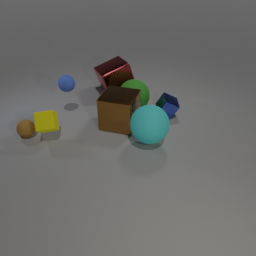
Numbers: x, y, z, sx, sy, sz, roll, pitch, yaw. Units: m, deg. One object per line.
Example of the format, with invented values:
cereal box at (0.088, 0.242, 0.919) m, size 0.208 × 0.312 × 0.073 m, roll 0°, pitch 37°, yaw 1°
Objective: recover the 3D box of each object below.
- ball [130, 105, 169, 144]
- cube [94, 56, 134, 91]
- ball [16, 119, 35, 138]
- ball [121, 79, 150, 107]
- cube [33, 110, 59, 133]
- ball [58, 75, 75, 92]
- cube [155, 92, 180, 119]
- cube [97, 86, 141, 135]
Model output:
ball at (0.771, -0.127, 9.979) m, size 1.400 × 1.400 × 1.400 m, roll 0°, pitch 33°, yaw 0°
cube at (-0.595, -2.378, 13.388) m, size 1.400 × 1.400 × 1.400 m, roll -28°, pitch 35°, yaw -8°
ball at (-3.921, 0.018, 10.777) m, size 0.700 × 0.700 × 0.700 m, roll 0°, pitch 33°, yaw 0°
ball at (0.263, -1.447, 12.414) m, size 1.400 × 1.400 × 1.400 m, roll 0°, pitch 33°, yaw 0°
cube at (-3.007, -0.229, 10.359) m, size 0.700 × 0.700 × 0.700 m, roll -9°, pitch -5°, yaw -1°
ball at (-2.516, -1.824, 11.482) m, size 0.700 × 0.700 × 0.700 m, roll 0°, pitch 33°, yaw 0°
cube at (1.674, -0.954, 11.923) m, size 0.700 × 0.700 × 0.700 m, roll 21°, pitch 37°, yaw -21°
cube at (-0.333, -0.742, 11.311) m, size 1.400 × 1.400 × 1.400 m, roll 9°, pitch 34°, yaw 14°
